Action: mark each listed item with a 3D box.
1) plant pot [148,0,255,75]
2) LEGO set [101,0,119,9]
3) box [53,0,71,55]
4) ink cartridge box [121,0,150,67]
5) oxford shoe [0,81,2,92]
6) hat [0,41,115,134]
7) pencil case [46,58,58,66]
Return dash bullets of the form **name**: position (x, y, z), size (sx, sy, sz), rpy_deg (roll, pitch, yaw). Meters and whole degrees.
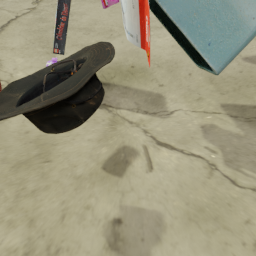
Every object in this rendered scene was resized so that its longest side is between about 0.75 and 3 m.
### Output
- **plant pot**: position (2.048, -2.952, 6.543), size (2.333, 2.290, 2.284), rpy_deg (-41, 11, 13)
- **LEGO set**: position (-0.295, -3.455, 5.864), size (0.654, 1.715, 0.704), rpy_deg (-36, 43, -23)
- **box**: position (-1.867, -3.201, 7.950), size (0.345, 1.830, 1.250), rpy_deg (5, 44, -17)
- **ink cartridge box**: position (0.137, -2.321, 5.923), size (0.412, 1.394, 1.742), rpy_deg (-9, 54, -1)
- **oxford shoe**: position (-2.492, -0.744, 4.310), size (0.802, 0.769, 2.172), rpy_deg (-21, 65, 33)
- **hat**: position (-0.722, -0.317, 3.042), size (1.519, 0.613, 1.519), rpy_deg (-20, 32, 13)
- **pencil case**: position (-1.634, -0.939, 6.219), size (0.473, 0.481, 1.126), rpy_deg (-4, 72, 1)
